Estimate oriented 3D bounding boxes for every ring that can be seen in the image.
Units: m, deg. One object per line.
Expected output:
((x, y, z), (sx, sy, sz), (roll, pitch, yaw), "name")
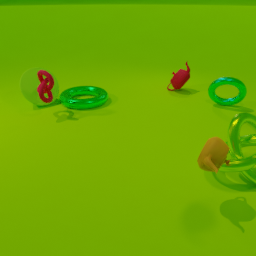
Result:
((3.621, -1.324, 10.250), (1.350, 1.350, 0.270), (8, 54, 15), "ring")
((-1.727, -1.231, 11.020), (1.930, 0.386, 1.930), (0, 26, 0), "ring")

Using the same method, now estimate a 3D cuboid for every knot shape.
((-2.781, -1.428, 9.393), (0.502, 1.086, 1.016), (-3, 19, -21), "knot shape")
((2.798, 0.412, 6.463), (1.781, 0.823, 1.667), (7, 61, 23), "knot shape")

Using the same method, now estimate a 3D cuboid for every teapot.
((2.213, -2.177, 11.980), (0.728, 1.487, 0.924), (42, 24, 4), "teapot")
((1.585, 0.526, 5.084), (0.525, 0.667, 1.072), (28, 28, 19), "teapot")

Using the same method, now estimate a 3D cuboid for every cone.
((-3.662, -1.458, 11.054), (1.463, 1.463, 1.468), (-19, 2, -33), "cone")
